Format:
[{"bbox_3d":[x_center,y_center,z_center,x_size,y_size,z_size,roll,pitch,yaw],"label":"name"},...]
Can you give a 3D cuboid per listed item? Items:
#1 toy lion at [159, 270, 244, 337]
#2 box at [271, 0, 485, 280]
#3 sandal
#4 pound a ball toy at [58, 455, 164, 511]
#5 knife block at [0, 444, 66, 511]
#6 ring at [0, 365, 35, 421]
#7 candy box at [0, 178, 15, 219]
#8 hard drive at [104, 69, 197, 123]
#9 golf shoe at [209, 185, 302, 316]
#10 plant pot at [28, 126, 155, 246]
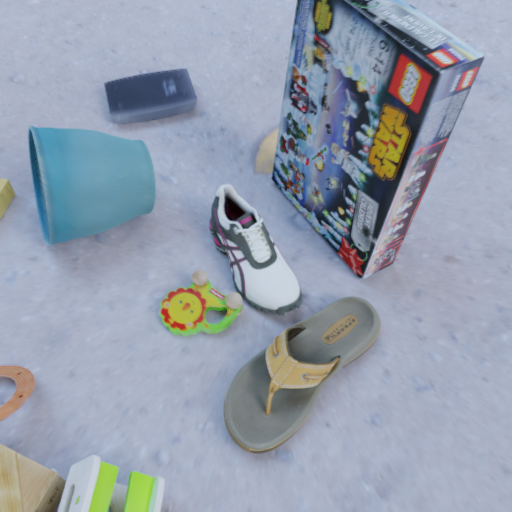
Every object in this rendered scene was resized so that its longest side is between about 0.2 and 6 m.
[{"bbox_3d":[-1.002,0.925,9.669,1.223,0.420,1.173,31,68,20],"label":"toy lion"},{"bbox_3d":[1.589,-2.034,9.256,0.872,4.373,2.994,-25,58,-23],"label":"box"},{"bbox_3d":[0.760,1.625,8.816,3.287,0.888,1.320,-37,63,-23],"label":"sandal"},{"bbox_3d":[-1.812,4.209,6.964,1.819,1.185,2.789,30,44,-26],"label":"pound a ball toy"},{"bbox_3d":[-3.531,3.639,7.508,2.137,0.684,1.876,21,56,13],"label":"knife block"},{"bbox_3d":[-4.147,2.183,8.476,1.580,0.152,1.580,-6,26,3],"label":"ring"},{"bbox_3d":[-5.497,-0.814,10.814,0.951,0.460,1.629,9,54,7],"label":"candy box"},{"bbox_3d":[-2.410,-3.648,12.845,1.954,0.414,1.318,-13,56,-9],"label":"hard drive"},{"bbox_3d":[-0.107,-0.097,9.899,1.011,1.153,2.619,-27,60,-17],"label":"golf shoe"},{"bbox_3d":[-3.003,-1.378,10.368,1.992,2.120,2.120,-10,54,-25],"label":"plant pot"}]
